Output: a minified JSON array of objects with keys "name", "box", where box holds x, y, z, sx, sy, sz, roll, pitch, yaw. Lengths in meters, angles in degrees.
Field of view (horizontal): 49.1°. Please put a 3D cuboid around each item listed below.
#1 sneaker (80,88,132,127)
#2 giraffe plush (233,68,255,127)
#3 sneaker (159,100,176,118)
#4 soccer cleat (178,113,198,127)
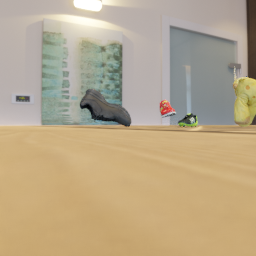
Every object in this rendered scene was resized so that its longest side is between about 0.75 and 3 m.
[{"name":"sneaker","box":[-0.940,-0.607,11.401,2.290,1.039,0.870,31,-32,3]},{"name":"giraffe plush","box":[4.739,-1.157,9.842,1.805,2.226,1.921,-1,27,27]},{"name":"sneaker","box":[1.287,-0.686,9.669,0.501,0.553,1.302,-13,11,-4]},{"name":"soccer cleat","box":[2.295,-0.310,10.793,0.447,0.537,1.325,-1,0,37]}]
